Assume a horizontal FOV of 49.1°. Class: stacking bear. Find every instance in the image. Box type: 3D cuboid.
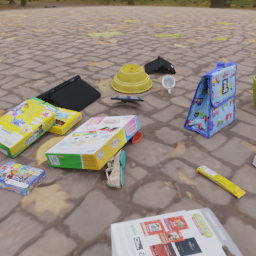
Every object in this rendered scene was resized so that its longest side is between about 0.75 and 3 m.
[{"bbox_3d":[0.098,0.197,11.023,0.507,0.542,0.892,-16,27,-33],"label":"stacking bear"}]

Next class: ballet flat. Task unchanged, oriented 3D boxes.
[{"bbox_3d":[-0.419,1.267,9.110,0.574,0.581,1.707,-6,29,7],"label":"ballet flat"}]

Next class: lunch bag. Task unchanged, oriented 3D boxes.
[{"bbox_3d":[3.495,-1.351,11.329,2.093,2.780,1.308,-26,39,-37],"label":"lunch bag"}]

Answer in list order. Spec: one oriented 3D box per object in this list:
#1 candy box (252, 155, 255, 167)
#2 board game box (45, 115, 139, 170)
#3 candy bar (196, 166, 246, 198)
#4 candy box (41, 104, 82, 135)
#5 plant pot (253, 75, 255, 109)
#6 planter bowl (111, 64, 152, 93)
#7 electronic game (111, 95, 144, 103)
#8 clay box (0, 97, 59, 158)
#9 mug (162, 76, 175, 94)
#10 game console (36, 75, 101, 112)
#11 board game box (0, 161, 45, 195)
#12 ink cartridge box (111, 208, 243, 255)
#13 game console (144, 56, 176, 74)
[{"bbox_3d":[4.859,1.373,9.013,0.971,0.435,1.425,-4,31,-9],"label":"candy box"},{"bbox_3d":[-1.162,0.418,9.921,2.162,0.570,2.825,-1,26,32],"label":"board game box"},{"bbox_3d":[2.868,1.641,8.808,0.418,0.186,1.676,-18,34,-34],"label":"candy bar"},{"bbox_3d":[-3.611,-0.490,12.211,2.865,0.378,1.464,13,34,20],"label":"candy box"},{"bbox_3d":[6.388,-1.544,12.926,1.410,1.507,1.410,0,30,0],"label":"plant pot"},{"bbox_3d":[0.206,-2.883,15.427,2.324,0.968,2.324,0,36,0],"label":"planter bowl"},{"bbox_3d":[-0.037,-1.358,13.327,1.583,0.329,1.583,4,4,0],"label":"electronic game"},{"bbox_3d":[-4.002,-0.129,10.797,1.509,0.625,2.626,26,46,19],"label":"clay box"},{"bbox_3d":[2.146,-2.216,14.688,0.665,0.901,0.790,-5,-5,9],"label":"mug"},{"bbox_3d":[-3.108,-1.496,14.085,2.310,1.528,2.626,-17,18,36],"label":"game console"},{"bbox_3d":[-3.515,1.565,8.870,1.439,0.248,0.974,11,32,17],"label":"board game box"},{"bbox_3d":[1.087,3.052,5.441,2.390,1.141,2.722,-7,31,-12],"label":"ink cartridge box"},{"bbox_3d":[2.054,-3.831,18.145,1.656,1.096,1.883,26,27,-15],"label":"game console"}]
